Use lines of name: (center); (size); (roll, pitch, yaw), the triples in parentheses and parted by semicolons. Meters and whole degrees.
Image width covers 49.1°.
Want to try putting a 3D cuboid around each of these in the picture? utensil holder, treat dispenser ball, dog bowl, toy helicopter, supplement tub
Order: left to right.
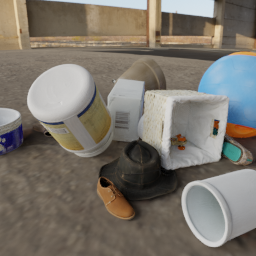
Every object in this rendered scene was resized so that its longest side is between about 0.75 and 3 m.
dog bowl: (-4.793, 0.120, 9.299); (2.436, 0.959, 2.436); (0, 20, 0)
supplement tub: (-1.463, -0.370, 7.942); (1.787, 2.475, 1.787); (-7, 57, 11)
toy helicopter: (1.314, 0.369, 8.541); (0.947, 0.374, 0.627); (3, 19, 10)
utensil holder: (1.967, 1.481, 5.438); (1.402, 1.191, 1.191); (-8, 22, -27)
treat dispenser ball: (3.967, -1.148, 9.836); (2.965, 2.965, 2.965); (0, 21, 0)

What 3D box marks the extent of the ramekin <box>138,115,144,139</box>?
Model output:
ramekin: (0.969, -0.020, 9.403); (1.219, 1.219, 0.594); (-14, 32, -34)

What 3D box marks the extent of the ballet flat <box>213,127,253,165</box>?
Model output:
ballet flat: (3.092, 0.581, 8.729); (0.696, 0.705, 2.070); (15, 20, -22)

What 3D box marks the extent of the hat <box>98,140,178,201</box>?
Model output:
hat: (0.253, 0.886, 7.337); (2.313, 0.933, 2.313); (-1, 21, 0)

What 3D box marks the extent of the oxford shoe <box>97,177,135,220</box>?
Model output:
oxford shoe: (-0.317, 1.535, 6.183); (0.458, 0.458, 1.285); (-22, 38, -32)

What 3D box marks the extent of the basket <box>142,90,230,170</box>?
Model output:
basket: (1.583, -0.072, 8.281); (2.026, 2.008, 1.630); (-5, 17, -26)

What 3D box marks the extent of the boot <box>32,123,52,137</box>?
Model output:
boot: (-2.967, 0.084, 10.220); (1.094, 0.384, 0.800); (-2, 20, -10)

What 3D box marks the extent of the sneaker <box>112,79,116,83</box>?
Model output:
sneaker: (-0.770, -3.140, 19.038); (0.349, 0.256, 0.771); (-13, 27, -37)

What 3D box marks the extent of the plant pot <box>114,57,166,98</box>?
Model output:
plant pot: (0.464, -2.155, 14.164); (1.972, 2.273, 2.273); (-32, 34, -27)

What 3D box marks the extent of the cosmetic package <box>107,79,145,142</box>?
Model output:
cosmetic package: (-0.024, -0.776, 10.696); (1.195, 1.662, 2.946); (6, 23, 5)
